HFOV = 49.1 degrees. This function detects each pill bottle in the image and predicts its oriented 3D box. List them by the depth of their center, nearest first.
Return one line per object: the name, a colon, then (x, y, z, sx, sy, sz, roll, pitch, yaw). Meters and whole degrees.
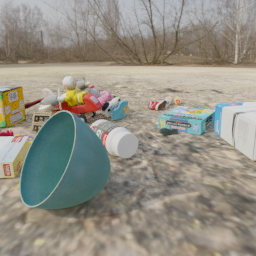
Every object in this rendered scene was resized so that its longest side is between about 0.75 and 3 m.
pill bottle: (-0.450, 0.317, 8.295, 0.870, 0.870, 1.528, -11, 20, -34)

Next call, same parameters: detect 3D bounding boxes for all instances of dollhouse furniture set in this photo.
dollhouse furniture set: (-3.008, -0.164, 10.618, 0.748, 0.744, 1.061, 3, -8, 13)

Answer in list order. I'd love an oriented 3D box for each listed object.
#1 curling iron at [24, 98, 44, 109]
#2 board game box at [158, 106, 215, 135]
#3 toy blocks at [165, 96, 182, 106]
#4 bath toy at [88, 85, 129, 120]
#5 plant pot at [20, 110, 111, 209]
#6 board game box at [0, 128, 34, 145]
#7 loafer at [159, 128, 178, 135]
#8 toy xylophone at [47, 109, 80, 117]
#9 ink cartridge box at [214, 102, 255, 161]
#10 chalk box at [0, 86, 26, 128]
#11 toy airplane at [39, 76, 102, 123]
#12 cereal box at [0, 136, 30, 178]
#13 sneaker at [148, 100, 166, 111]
curling iron: (-4.667, -0.962, 12.912, 2.307, 0.295, 0.572, -14, 44, -2)
board game box: (2.453, -0.375, 11.369, 1.691, 0.525, 2.239, 9, 18, 29)
toy blocks: (2.445, -1.449, 15.370, 0.919, 0.401, 1.103, 4, 16, 15)
bath toy: (-1.033, -1.273, 12.870, 1.084, 0.921, 2.493, -19, 37, -39)
plant pot: (-1.095, 0.761, 5.602, 1.272, 1.888, 1.888, 28, -3, -36)
board game box: (-4.374, 0.320, 8.938, 2.692, 0.524, 2.127, -7, 17, -24)
loafer: (1.443, 0.138, 10.177, 0.756, 0.272, 0.238, 1, -5, -20)
toy xylophone: (-3.134, -0.788, 12.798, 1.549, 0.532, 2.116, -9, 18, -28)
ink cartridge box: (4.245, -0.013, 8.905, 2.012, 1.161, 2.773, -2, 16, -5)
chalk box: (-5.742, -0.921, 11.598, 2.393, 1.481, 1.489, 3, 18, 12)
toy airplane: (-2.563, -1.354, 11.747, 2.498, 1.771, 2.509, -7, 31, -21)
cereal box: (-4.095, 0.753, 7.362, 2.619, 0.518, 1.885, -1, 18, -7)
sneaker: (1.493, -1.225, 14.509, 0.701, 0.444, 1.247, 12, 21, 27)
